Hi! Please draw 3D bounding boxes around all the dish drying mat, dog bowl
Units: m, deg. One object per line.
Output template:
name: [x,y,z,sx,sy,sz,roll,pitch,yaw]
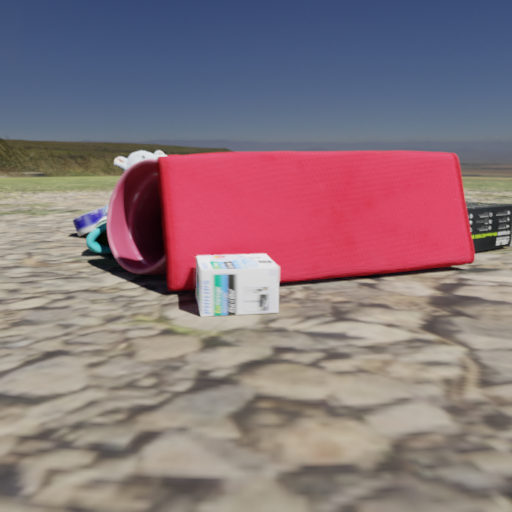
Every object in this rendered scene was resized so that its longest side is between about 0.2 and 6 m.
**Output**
dish drying mat: [0.974,-0.564,7.720,4.582,1.760,0.417,-4,-8,-21]
dog bowl: [-3.380,-0.752,11.906,0.958,0.377,0.958,-21,5,2]

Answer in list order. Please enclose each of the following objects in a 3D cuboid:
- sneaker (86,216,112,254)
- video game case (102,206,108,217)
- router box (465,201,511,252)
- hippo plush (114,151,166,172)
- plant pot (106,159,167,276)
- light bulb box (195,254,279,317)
sneaker: [-1.791,-0.363,9.636,2.326,0.902,0.927,-9,14,9]
video game case: [-1.764,-0.787,9.317,1.303,0.116,0.933,-29,52,-21]
router box: [3.099,-0.556,10.362,2.683,0.834,2.011,-7,12,-34]
hippo plush: [-1.942,-1.241,11.455,1.778,1.795,2.233,-8,13,-38]
plant pot: [-1.151,-0.488,8.353,1.634,1.634,1.463,8,0,39]
light bulb box: [-0.241,0.313,6.382,0.865,0.540,0.857,-2,10,-10]
